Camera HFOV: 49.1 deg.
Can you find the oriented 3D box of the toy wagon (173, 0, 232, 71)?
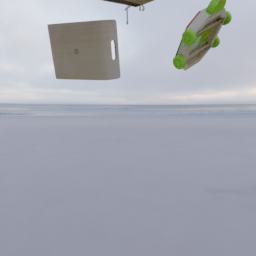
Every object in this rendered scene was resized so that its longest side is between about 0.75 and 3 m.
[{"bbox_3d":[1.745,-2.210,6.356,1.535,1.979,0.392,-35,67,-30],"label":"toy wagon"}]

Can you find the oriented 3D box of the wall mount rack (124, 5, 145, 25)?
[{"bbox_3d":[0.363,-4.227,9.623,0.540,1.449,1.259,47,-23,-21],"label":"wall mount rack"}]

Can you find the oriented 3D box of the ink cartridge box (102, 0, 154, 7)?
[{"bbox_3d":[-0.233,-3.698,5.794,1.632,1.980,0.744,-11,10,-42],"label":"ink cartridge box"}]

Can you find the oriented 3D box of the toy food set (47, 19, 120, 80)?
[{"bbox_3d":[-0.852,-1.461,5.306,1.442,1.035,0.436,6,21,25],"label":"toy food set"}]
